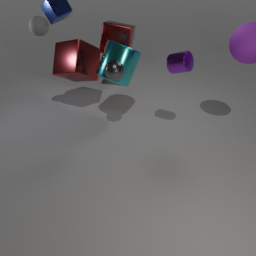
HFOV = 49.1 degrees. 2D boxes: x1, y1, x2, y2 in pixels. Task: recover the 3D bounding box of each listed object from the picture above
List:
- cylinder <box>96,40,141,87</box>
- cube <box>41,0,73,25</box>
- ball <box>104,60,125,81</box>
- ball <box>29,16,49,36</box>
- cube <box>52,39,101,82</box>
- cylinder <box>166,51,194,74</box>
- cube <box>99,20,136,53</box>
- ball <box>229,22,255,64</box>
[{"bbox_3d":[-0.372,-2.527,10.982,1.400,1.400,1.400,21,13,-5],"label":"cylinder"},{"bbox_3d":[-2.515,-4.203,9.870,0.700,0.700,0.700,-39,17,-28],"label":"cube"},{"bbox_3d":[-0.467,-1.998,9.722,0.700,0.700,0.700,0,32,0],"label":"ball"},{"bbox_3d":[-3.217,-3.686,10.129,0.700,0.700,0.700,0,32,0],"label":"ball"},{"bbox_3d":[-2.174,-2.823,11.942,1.400,1.400,1.400,4,-2,34],"label":"cube"},{"bbox_3d":[1.802,-2.259,9.673,0.700,0.700,0.700,2,27,40],"label":"cylinder"},{"bbox_3d":[-0.502,-4.345,13.651,1.400,1.400,1.400,12,25,3],"label":"cube"},{"bbox_3d":[4.243,-2.938,9.707,1.400,1.400,1.400,0,32,0],"label":"ball"}]
